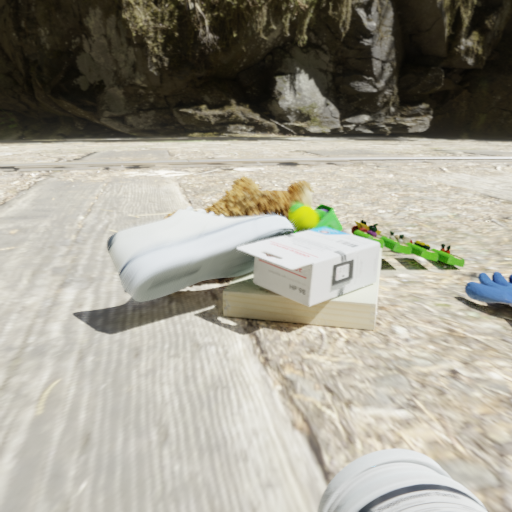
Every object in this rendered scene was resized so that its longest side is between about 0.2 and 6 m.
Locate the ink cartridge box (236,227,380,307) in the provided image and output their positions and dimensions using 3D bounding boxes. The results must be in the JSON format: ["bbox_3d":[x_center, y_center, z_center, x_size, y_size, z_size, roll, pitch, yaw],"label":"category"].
[{"bbox_3d":[0.659,0.126,7.132,1.725,0.575,0.999,-14,25,-42],"label":"ink cartridge box"}]

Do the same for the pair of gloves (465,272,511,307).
[{"bbox_3d":[4.188,0.627,7.454,2.565,0.292,2.062,2,13,5],"label":"pair of gloves"}]

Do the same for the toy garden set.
[{"bbox_3d":[2.567,-0.288,9.867,1.746,0.348,1.455,13,9,-9],"label":"toy garden set"}]

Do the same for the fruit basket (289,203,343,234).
[{"bbox_3d":[0.729,-0.455,8.131,0.897,0.897,0.647,-4,12,-14],"label":"fruit basket"}]

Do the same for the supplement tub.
[{"bbox_3d":[0.823,1.607,2.550,0.920,0.920,1.312,-2,15,-8],"label":"supplement tub"}]

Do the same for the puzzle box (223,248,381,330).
[{"bbox_3d":[0.859,0.314,8.372,1.976,0.378,2.970,3,15,14],"label":"puzzle box"}]

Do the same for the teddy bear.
[{"bbox_3d":[-0.380,-0.492,8.662,2.770,0.925,2.008,-23,-15,-4],"label":"teddy bear"}]

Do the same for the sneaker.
[{"bbox_3d":[-0.640,-0.249,7.314,2.677,0.977,0.948,-14,58,-41],"label":"sneaker"}]
